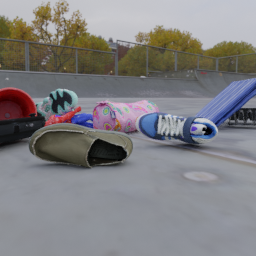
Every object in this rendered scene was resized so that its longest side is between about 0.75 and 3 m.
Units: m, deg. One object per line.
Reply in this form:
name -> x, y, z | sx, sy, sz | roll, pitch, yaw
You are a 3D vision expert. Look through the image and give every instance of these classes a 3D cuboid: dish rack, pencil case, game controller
dish rack -> 3.913, -0.346, 9.030 | 1.454, 0.517, 1.895 | 0, 8, 23
pencil case -> -0.022, -0.326, 7.562 | 0.908, 0.908, 2.077 | 6, 8, 40
game controller -> -2.786, 0.062, 5.318 | 1.357, 0.548, 2.601 | -2, 5, 21

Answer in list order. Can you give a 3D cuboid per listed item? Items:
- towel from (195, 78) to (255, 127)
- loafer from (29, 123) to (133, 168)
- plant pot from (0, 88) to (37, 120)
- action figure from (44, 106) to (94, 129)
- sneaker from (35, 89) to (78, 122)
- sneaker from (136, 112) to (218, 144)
towel -> 3.079, -0.774, 8.843 | 2.013, 0.332, 2.781 | -42, 2, 8
loafer -> -0.667, 0.263, 4.122 | 1.561, 0.587, 0.544 | 0, 12, -8
plant pot -> -3.108, -0.384, 7.360 | 1.208, 1.208, 1.069 | -4, 0, -30
action figure -> -1.418, -0.194, 7.372 | 2.264, 0.585, 0.741 | -9, -23, -44
sneaker -> -1.741, -0.579, 7.944 | 1.847, 0.718, 1.292 | -14, -9, 38
sneaker -> 0.982, -0.035, 5.373 | 1.457, 0.587, 1.067 | 13, -10, -16
